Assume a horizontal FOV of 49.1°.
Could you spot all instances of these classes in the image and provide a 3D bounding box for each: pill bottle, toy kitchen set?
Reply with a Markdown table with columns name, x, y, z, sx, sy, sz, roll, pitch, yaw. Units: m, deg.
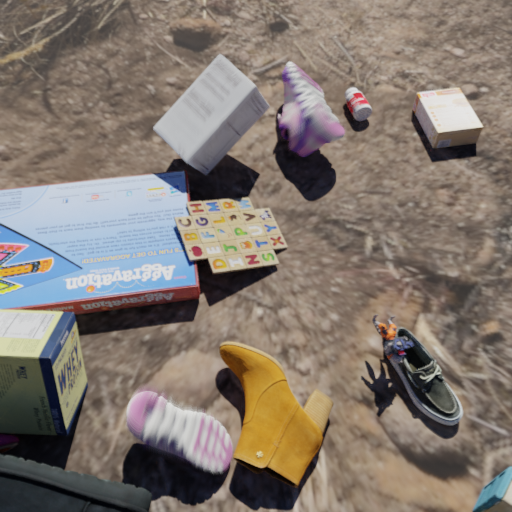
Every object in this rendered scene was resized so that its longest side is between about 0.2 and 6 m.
| name | x | y | z | sx | sy | sz | roll | pitch | yaw |
| --- | --- | --- | --- | --- | --- | --- | --- | --- | --- |
| pill bottle | 2.372 | -3.570 | 13.145 | 0.439 | 0.439 | 0.782 | -14 | 56 | -9 |
| toy kitchen set | 2.560 | 3.598 | 7.674 | 1.584 | 1.165 | 1.977 | 31 | 60 | 20 |

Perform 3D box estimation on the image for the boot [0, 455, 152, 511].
| name | x | y | z | sx | sy | sz | roll | pitch | yaw |
| --- | --- | --- | --- | --- | --- | --- | --- | --- | --- |
| boot | -3.150 | 4.156 | 7.224 | 3.201 | 1.222 | 2.690 | 12 | 52 | 1 |

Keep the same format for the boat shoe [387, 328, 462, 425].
| name | x | y | z | sx | sy | sz | roll | pitch | yaw |
| --- | --- | --- | --- | --- | --- | --- | --- | --- | --- |
| boat shoe | 2.711 | 1.949 | 9.161 | 0.630 | 0.620 | 1.747 | -27 | 59 | -18 |

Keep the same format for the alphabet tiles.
| name | x | y | z | sx | sy | sz | roll | pitch | yaw |
| --- | --- | --- | --- | --- | --- | --- | --- | --- | --- |
| alphabet tiles | -0.468 | -0.438 | 10.796 | 2.044 | 0.065 | 1.701 | -8 | 57 | -25 |

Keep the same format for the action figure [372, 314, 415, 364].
| name | x | y | z | sx | sy | sz | roll | pitch | yaw |
| --- | --- | --- | --- | --- | --- | --- | --- | --- | --- |
| action figure | 2.253 | 1.397 | 9.242 | 0.438 | 0.838 | 0.810 | -28 | 60 | 32 |

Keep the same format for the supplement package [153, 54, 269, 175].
| name | x | y | z | sx | sy | sz | roll | pitch | yaw |
| --- | --- | --- | --- | --- | --- | --- | --- | --- | --- |
| supplement package | -0.893 | -2.865 | 11.556 | 2.017 | 1.147 | 1.105 | -46 | 74 | 6 |

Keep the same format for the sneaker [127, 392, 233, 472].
| name | x | y | z | sx | sy | sz | roll | pitch | yaw |
| --- | --- | --- | --- | --- | --- | --- | --- | --- | --- |
| sneaker | -1.214 | 2.714 | 8.518 | 1.793 | 0.793 | 0.721 | 31 | 49 | -11 |

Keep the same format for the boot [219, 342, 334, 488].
| name | x | y | z | sx | sy | sz | roll | pitch | yaw |
| --- | --- | --- | --- | --- | --- | --- | --- | --- | --- |
| boot | 0.009 | 2.431 | 8.724 | 2.185 | 0.769 | 1.564 | 29 | 57 | 13 |

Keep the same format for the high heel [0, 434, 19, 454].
| name | x | y | z | sx | sy | sz | roll | pitch | yaw |
| --- | --- | --- | --- | --- | --- | --- | --- | --- | --- |
| high heel | -4.498 | 2.698 | 8.636 | 1.700 | 0.573 | 0.817 | -7 | 66 | -1 |

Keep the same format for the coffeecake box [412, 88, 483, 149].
| name | x | y | z | sx | sy | sz | roll | pitch | yaw |
| --- | --- | --- | --- | --- | --- | --- | --- | --- | --- |
| coffeecake box | 4.353 | -3.166 | 12.817 | 1.064 | 0.506 | 1.386 | -8 | 55 | -6 |

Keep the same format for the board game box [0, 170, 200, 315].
| name | x | y | z | sx | sy | sz | roll | pitch | yaw |
| --- | --- | --- | --- | --- | --- | --- | --- | --- | --- |
| board game box | -4.024 | -0.150 | 10.676 | 5.667 | 0.551 | 2.917 | -7 | 54 | -5 |

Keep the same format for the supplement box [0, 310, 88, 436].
| name | x | y | z | sx | sy | sz | roll | pitch | yaw |
| --- | --- | --- | --- | --- | --- | --- | --- | --- | --- |
| supplement box | -3.606 | 1.762 | 8.539 | 1.605 | 1.606 | 1.078 | 2 | 31 | 1 |

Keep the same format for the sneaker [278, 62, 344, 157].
| name | x | y | z | sx | sy | sz | roll | pitch | yaw |
| --- | --- | --- | --- | --- | --- | --- | --- | --- | --- |
| sneaker | 0.945 | -3.228 | 12.489 | 1.090 | 1.198 | 2.710 | 23 | 37 | -38 |
